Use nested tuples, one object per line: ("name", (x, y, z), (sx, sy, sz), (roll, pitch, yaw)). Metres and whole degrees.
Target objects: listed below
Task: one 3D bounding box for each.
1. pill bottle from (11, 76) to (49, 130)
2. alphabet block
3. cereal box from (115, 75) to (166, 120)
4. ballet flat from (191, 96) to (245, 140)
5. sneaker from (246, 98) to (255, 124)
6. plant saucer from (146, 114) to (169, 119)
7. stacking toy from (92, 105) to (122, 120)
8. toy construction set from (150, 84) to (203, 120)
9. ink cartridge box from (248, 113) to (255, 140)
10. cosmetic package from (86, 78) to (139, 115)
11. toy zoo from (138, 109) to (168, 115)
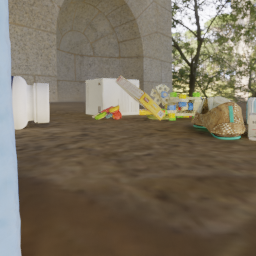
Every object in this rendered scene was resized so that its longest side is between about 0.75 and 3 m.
("pill bottle", (-3.513, -0.697, 7.786), (2.528, 1.513, 1.513), (-1, 6, -17))
("alphabet block", (-1.316, 0.077, 1.290), (1.417, 1.424, 1.450), (-2, 6, -27))
("cereal box", (0.427, -1.115, 10.138), (1.358, 0.373, 1.887), (39, 4, -39))
("ballet flat", (2.292, -0.352, 7.258), (1.006, 0.931, 2.853), (-2, 6, -1))
("sneaker", (4.871, -0.569, 9.318), (1.515, 0.923, 2.320), (3, 8, 36))
("plant saucer", (1.321, -0.469, 11.699), (1.139, 0.177, 1.139), (-1, 6, 0))
("stacking toy", (-0.847, -0.482, 11.643), (1.098, 0.512, 1.213), (-29, 12, -15))
("toy construction set", (2.046, -0.962, 11.604), (1.949, 1.369, 2.972), (-2, 18, -14))
("ink cartridge box", (3.281, -0.057, 6.472), (0.913, 0.526, 1.577), (3, 7, 23))
("cosmetic package", (-0.779, -1.508, 13.806), (2.119, 1.747, 1.748), (-3, 7, -35))
("toy zoo", (1.163, -0.862, 14.890), (2.288, 0.234, 1.501), (-1, 7, -12))
